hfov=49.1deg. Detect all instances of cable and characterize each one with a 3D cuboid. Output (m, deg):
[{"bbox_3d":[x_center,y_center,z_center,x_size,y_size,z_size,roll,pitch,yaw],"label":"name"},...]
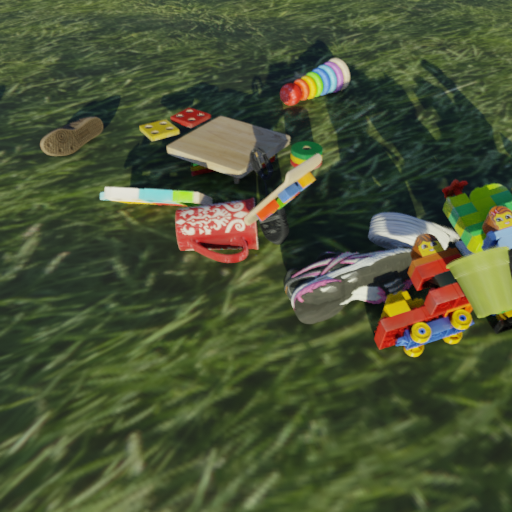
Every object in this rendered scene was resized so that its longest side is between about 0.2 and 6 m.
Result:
[{"bbox_3d":[2.576,-0.315,9.545,1.332,0.461,1.333,21,-8,-16],"label":"cable"}]

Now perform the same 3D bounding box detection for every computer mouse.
[{"bbox_3d":[0.249,-1.097,10.251,0.533,1.817,0.309,-10,3,40],"label":"computer mouse"}]

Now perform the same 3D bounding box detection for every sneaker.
[{"bbox_3d":[1.489,0.225,9.031,2.329,0.935,1.005,-13,36,-19],"label":"sneaker"},{"bbox_3d":[-4.500,-2.835,13.448,0.672,0.626,1.778,4,30,38],"label":"sneaker"}]

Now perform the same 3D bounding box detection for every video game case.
[{"bbox_3d":[4.192,-0.030,10.006,0.939,0.111,0.855,-6,38,-9],"label":"video game case"}]

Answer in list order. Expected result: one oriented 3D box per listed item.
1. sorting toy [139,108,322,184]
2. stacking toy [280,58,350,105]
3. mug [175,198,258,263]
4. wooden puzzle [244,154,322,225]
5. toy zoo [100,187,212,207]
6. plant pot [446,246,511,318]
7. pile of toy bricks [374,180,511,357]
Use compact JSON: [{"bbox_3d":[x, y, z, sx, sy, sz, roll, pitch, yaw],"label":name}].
[{"bbox_3d":[-0.699,-2.294,12.498,4.096,0.693,1.975,23,43,26],"label":"sorting toy"},{"bbox_3d":[1.593,-4.784,15.748,2.167,0.925,0.925,-31,47,-26],"label":"stacking toy"},{"bbox_3d":[-0.692,-0.479,9.894,1.402,0.936,1.245,-4,19,1],"label":"mug"},{"bbox_3d":[0.484,-1.017,9.068,0.294,1.269,1.175,49,42,3],"label":"wooden puzzle"},{"bbox_3d":[-1.979,-1.119,10.733,2.068,0.212,1.357,4,2,6],"label":"toy zoo"},{"bbox_3d":[2.664,0.335,6.477,0.726,0.726,0.689,-12,77,-15],"label":"plant pot"},{"bbox_3d":[3.552,-0.271,8.203,4.247,2.356,2.096,-16,58,-9],"label":"pile of toy bricks"}]
